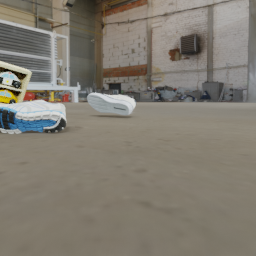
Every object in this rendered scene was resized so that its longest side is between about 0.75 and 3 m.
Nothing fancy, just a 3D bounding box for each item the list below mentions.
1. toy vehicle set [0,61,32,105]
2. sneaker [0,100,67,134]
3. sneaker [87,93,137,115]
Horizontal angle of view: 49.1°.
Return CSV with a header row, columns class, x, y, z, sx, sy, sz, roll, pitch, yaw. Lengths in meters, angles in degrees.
class,x,y,z,sx,sy,sz,roll,pitch,yaw
toy vehicle set,-3.293,-0.785,5.608,2.330,1.448,0.309,10,17,-44
sneaker,-2.183,-0.312,6.111,1.722,0.645,0.746,4,39,-7
sneaker,-0.614,-0.960,10.745,2.017,0.737,0.714,18,35,24
